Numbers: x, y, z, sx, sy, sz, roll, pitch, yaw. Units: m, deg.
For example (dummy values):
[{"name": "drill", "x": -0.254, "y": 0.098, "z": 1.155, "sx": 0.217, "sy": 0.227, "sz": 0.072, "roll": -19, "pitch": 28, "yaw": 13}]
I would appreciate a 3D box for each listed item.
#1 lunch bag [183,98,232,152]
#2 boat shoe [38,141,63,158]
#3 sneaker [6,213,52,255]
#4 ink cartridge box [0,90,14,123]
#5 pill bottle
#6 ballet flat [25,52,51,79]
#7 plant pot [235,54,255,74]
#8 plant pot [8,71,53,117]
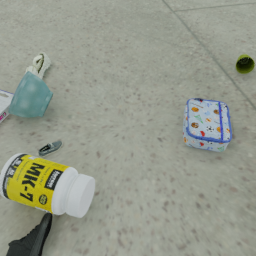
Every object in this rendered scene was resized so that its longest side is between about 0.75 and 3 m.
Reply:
[{"name": "lunch bag", "x": 2.864, "y": -0.196, "z": 10.043, "sx": 1.708, "sy": 0.805, "sz": 2.131, "roll": 9, "pitch": 49, "yaw": 5}, {"name": "boat shoe", "x": -2.650, "y": 0.669, "z": 9.581, "sx": 0.914, "sy": 0.282, "sz": 0.333, "roll": -32, "pitch": 55, "yaw": -26}, {"name": "sneaker", "x": -2.665, "y": 3.008, "z": 7.274, "sx": 0.938, "sy": 0.540, "sz": 1.799, "roll": 9, "pitch": 51, "yaw": 2}, {"name": "ink cartridge box", "x": -5.295, "y": -0.507, "z": 10.557, "sx": 1.152, "sy": 0.451, "sz": 2.433, "roll": 18, "pitch": 52, "yaw": 16}, {"name": "pill bottle", "x": -2.241, "y": 1.639, "z": 7.960, "sx": 2.389, "sy": 1.365, "sz": 1.365, "roll": 13, "pitch": 49, "yaw": 12}, {"name": "ballet flat", "x": -4.069, "y": -2.537, "z": 12.201, "sx": 0.820, "sy": 0.820, "sz": 2.284, "roll": 6, "pitch": 49, "yaw": 6}, {"name": "plant pot", "x": 5.256, "y": -2.965, "z": 12.639, "sx": 0.803, "sy": 0.803, "sz": 0.773, "roll": 11, "pitch": 36, "yaw": 10}, {"name": "plant pot", "x": -3.506, "y": -1.093, "z": 10.429, "sx": 1.150, "sy": 1.716, "sz": 1.716, "roll": 25, "pitch": 47, "yaw": -13}]
